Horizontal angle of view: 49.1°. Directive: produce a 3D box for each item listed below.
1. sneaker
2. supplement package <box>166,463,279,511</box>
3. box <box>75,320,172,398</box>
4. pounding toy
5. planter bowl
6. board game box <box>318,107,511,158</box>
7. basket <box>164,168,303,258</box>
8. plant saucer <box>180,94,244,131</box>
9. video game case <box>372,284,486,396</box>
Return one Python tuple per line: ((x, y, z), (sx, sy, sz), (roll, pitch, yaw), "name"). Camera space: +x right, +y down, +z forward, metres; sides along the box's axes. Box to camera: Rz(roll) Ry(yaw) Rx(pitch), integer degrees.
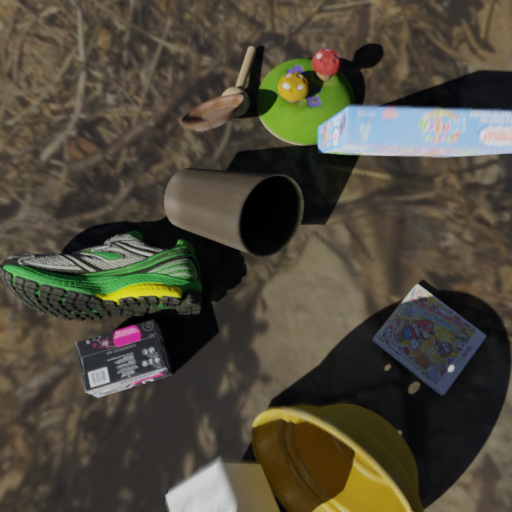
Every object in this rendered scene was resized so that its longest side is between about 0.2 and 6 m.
((-2.442, 0.297, 8.995), (3.142, 1.226, 1.339), (4, 60, -8), "sneaker")
((-0.312, 3.386, 7.049), (0.887, 1.153, 1.206), (-35, 57, 14), "supplement package")
((-1.998, 1.596, 8.590), (1.232, 0.707, 0.814), (-16, 70, -5), "box")
((0.689, -3.199, 10.300), (2.418, 1.122, 1.866), (18, 69, 6), "pounding toy")
((1.262, 2.782, 7.367), (2.633, 2.633, 1.097), (43, 52, 15), "planter bowl")
((2.301, -1.843, 8.634), (2.370, 3.133, 0.573), (2, 98, 0), "board game box")
((-0.474, -0.786, 8.966), (1.852, 1.670, 1.259), (14, 111, 35), "basket")
((-0.737, -2.462, 9.733), (1.182, 0.216, 1.182), (-16, 31, 10), "plant saucer")
((2.780, 1.320, 8.996), (1.365, 0.156, 1.242), (39, 73, 15), "video game case")
